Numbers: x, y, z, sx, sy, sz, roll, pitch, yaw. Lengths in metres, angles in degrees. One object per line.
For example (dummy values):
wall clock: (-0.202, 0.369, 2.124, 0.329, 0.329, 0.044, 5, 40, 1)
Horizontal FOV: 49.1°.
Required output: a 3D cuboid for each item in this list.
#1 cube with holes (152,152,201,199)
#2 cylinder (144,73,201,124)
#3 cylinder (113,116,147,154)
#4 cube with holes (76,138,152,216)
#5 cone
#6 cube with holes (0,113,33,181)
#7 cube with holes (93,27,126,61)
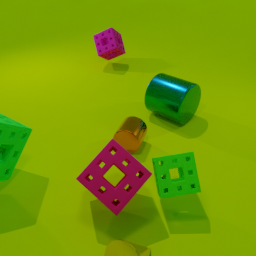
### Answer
cube with holes: (0.997, 0.980, 5.994, 0.816, 0.816, 0.816, -9, -6, 1)
cylinder: (1.444, -0.961, 9.049, 1.340, 1.340, 1.340, 26, 42, 33)
cylinder: (0.072, 0.188, 7.880, 0.783, 0.783, 0.783, 11, 36, 15)
cube with holes: (-0.285, 0.998, 5.830, 1.039, 1.039, 1.039, 41, 81, 3)
cone: (0.175, 2.339, 5.092, 0.862, 0.862, 0.866, 29, 17, 35)
cube with holes: (-3.303, 0.300, 6.235, 1.353, 1.353, 1.353, 24, -1, 12)
cube with holes: (-0.824, -3.758, 12.616, 0.961, 0.961, 0.961, -17, -7, 23)
